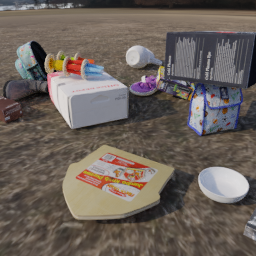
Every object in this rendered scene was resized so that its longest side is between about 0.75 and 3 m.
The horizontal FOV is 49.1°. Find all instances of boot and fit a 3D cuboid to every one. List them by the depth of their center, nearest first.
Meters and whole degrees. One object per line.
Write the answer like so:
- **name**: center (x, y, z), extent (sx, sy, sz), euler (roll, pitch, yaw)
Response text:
- **boot**: center (-4.072, -1.662, 11.750), extent (1.534, 0.813, 2.330), euler (4, 26, 5)

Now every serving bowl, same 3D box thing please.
- **serving bowl**: center (2.169, 1.360, 6.448), extent (1.103, 0.363, 1.103), euler (0, 27, 0)

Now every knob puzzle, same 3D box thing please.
- **knob puzzle**: center (-0.394, 1.348, 6.457), extent (2.685, 0.372, 2.685), euler (0, 27, 0)

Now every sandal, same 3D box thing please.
- **sandal**: center (1.019, -2.122, 12.755), extent (1.084, 0.655, 2.665), euler (24, 34, 31)

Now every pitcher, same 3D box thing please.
- **pitcher**: center (0.936, -3.974, 16.013), extent (1.742, 1.231, 2.031), euler (27, 25, 20)

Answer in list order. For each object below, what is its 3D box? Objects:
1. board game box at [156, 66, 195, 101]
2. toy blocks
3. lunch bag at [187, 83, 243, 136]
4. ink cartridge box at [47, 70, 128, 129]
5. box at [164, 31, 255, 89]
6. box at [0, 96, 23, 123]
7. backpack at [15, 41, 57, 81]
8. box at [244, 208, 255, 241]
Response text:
- **board game box**: center (2.051, -1.997, 12.284), extent (1.586, 0.544, 1.918), euler (17, 28, -1)
- **toy blocks**: center (-1.778, -2.329, 10.422), extent (2.029, 0.737, 1.691), euler (10, 23, 9)
- **lunch bag**: center (2.825, -0.743, 9.037), extent (1.450, 1.706, 1.056), euler (-9, 29, -19)
- **ink cartridge box**: center (-1.576, -1.254, 10.500), extent (2.193, 1.239, 2.993), euler (-12, 29, -23)
- **box**: center (2.758, -2.157, 8.343), extent (2.405, 1.375, 2.641), euler (14, 23, 34)
- **box**: center (-4.604, -0.714, 10.224), extent (1.479, 0.554, 0.740), euler (20, 37, 31)
- **backpack**: center (-4.416, -3.055, 13.269), extent (1.471, 1.954, 1.735), euler (-19, 27, 8)
- **box**: center (2.898, 1.893, 5.516), extent (0.848, 0.268, 1.075), euler (20, 34, 35)
